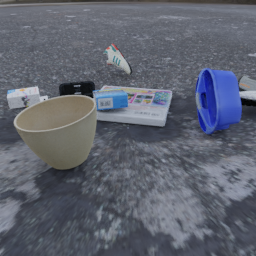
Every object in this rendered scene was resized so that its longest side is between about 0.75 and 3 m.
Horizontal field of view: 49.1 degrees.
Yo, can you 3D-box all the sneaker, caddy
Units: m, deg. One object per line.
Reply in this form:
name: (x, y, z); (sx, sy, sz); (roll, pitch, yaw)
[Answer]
sneaker: (-0.460, -2.813, 12.035); (0.752, 1.609, 0.567); (-35, -10, 9)
sneaker: (4.599, -1.102, 8.791); (2.432, 0.964, 0.899); (10, -8, 1)
caddy: (2.368, -0.754, 7.804); (0.973, 1.853, 1.310); (-2, -15, -7)

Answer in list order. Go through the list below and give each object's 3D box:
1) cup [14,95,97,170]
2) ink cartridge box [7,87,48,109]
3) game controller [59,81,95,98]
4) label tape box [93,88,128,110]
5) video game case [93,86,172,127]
cup: (-1.493, 0.176, 6.442); (1.800, 1.287, 1.800); (-8, 28, 4)
ink cartridge box: (-3.440, -1.073, 9.661); (1.283, 0.435, 0.738); (-10, 31, -16)
game controller: (-1.774, -1.301, 9.856); (1.253, 0.654, 0.264); (-7, 22, -11)
label tape box: (-0.579, -0.929, 8.763); (0.951, 0.439, 1.327); (-7, 16, -10)
video game case: (0.076, -0.808, 9.347); (2.579, 0.306, 2.348); (6, 29, 12)
